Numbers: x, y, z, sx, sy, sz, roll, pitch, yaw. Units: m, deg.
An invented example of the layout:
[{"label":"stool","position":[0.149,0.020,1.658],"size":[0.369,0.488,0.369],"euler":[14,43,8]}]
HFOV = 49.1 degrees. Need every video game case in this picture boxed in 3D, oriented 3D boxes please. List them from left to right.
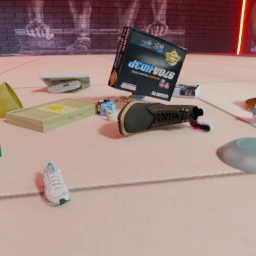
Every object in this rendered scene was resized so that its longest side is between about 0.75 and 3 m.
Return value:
[{"label":"video game case","position":[-3.171,-2.484,14.630],"size":[2.421,0.277,2.204],"euler":[-2,-4,-6]}]

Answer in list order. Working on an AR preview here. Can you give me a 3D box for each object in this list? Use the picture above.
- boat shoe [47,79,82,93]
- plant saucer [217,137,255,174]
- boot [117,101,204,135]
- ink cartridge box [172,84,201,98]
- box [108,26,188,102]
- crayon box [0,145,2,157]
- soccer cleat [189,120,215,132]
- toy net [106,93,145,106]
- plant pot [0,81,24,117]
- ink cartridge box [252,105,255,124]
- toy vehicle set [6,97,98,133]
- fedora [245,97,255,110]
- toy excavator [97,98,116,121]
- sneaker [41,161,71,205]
[{"label":"boat shoe","position":[-3.199,-2.026,14.208],"size":[1.756,0.621,0.559],"euler":[-5,-16,12]},{"label":"plant saucer","position":[3.122,0.561,6.725],"size":[1.867,0.359,1.867],"euler":[1,18,0]},{"label":"boot","position":[1.005,-0.377,8.257],"size":[1.734,0.971,2.507],"euler":[4,18,33]},{"label":"ink cartridge box","position":[2.539,-1.938,14.040],"size":[2.036,0.446,2.056],"euler":[6,18,20]},{"label":"box","position":[0.772,-2.300,10.498],"size":[2.748,2.184,0.632],"euler":[9,15,-36]},{"label":"crayon box","position":[-4.163,0.565,6.259],"size":[2.111,0.615,1.254],"euler":[3,19,8]},{"label":"soccer cleat","position":[2.312,-0.066,8.768],"size":[0.368,0.298,0.852],"euler":[0,18,-39]},{"label":"toy net","position":[-0.283,-1.346,12.269],"size":[2.246,0.434,1.178],"euler":[-14,23,-35]},{"label":"plant pot","position":[-4.433,-0.889,9.990],"size":[0.900,1.268,1.268],"euler":[-30,25,-7]},{"label":"ink cartridge box","position":[4.589,-0.423,9.318],"size":[0.758,0.558,0.548],"euler":[11,21,29]},{"label":"toy vehicle set","position":[-2.528,-0.559,9.988],"size":[1.781,0.380,2.866],"euler":[12,22,31]},{"label":"fedora","position":[5.957,-1.243,10.924],"size":[2.702,1.102,2.702],"euler":[0,19,0]},{"label":"toy excavator","position":[-0.684,-0.627,10.140],"size":[1.056,0.528,1.027],"euler":[21,28,28]},{"label":"sneaker","position":[-1.401,0.982,5.214],"size":[0.452,0.522,1.205],"euler":[-8,22,-27]}]
